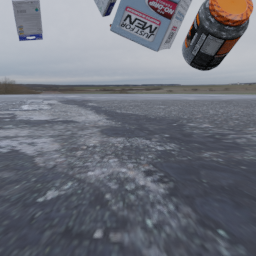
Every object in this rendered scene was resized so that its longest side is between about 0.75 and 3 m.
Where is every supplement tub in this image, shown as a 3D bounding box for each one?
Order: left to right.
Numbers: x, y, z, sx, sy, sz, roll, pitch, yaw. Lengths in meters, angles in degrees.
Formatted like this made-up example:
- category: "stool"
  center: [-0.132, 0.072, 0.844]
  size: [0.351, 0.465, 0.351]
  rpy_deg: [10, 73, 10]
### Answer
- category: "supplement tub"
  center: [2.934, -3.257, 9.458]
  size: [1.641, 1.641, 2.679]
  rpy_deg: [-1, -19, -8]

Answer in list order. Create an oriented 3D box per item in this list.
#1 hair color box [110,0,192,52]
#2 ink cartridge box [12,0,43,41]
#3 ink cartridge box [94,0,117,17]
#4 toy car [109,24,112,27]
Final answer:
- category: "hair color box"
  center: [0.768, -2.612, 4.148]
  size: [0.841, 2.775, 1.374]
  rpy_deg: [27, 23, 7]
- category: "ink cartridge box"
  center: [-2.322, -2.522, 6.521]
  size: [0.592, 0.992, 0.208]
  rpy_deg: [-12, 48, -20]
- category: "ink cartridge box"
  center: [-0.501, -2.887, 5.257]
  size: [0.240, 1.107, 1.087]
  rpy_deg: [-24, -5, -24]
- category: "toy car"
  center: [-0.630, -4.454, 12.125]
  size: [0.441, 0.299, 0.898]
  rpy_deg: [-9, 5, 8]
